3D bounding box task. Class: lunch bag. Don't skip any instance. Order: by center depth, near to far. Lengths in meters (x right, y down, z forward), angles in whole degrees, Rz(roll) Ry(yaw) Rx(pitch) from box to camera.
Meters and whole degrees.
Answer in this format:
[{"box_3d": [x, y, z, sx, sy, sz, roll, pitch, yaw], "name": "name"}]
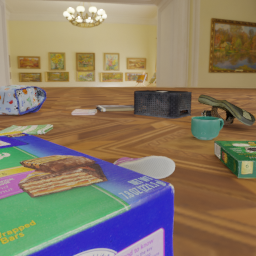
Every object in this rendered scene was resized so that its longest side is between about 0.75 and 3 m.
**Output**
[{"box_3d": [-5.230, -1.381, 13.253, 1.913, 1.393, 2.250, 3, 19, 15], "name": "lunch bag"}]

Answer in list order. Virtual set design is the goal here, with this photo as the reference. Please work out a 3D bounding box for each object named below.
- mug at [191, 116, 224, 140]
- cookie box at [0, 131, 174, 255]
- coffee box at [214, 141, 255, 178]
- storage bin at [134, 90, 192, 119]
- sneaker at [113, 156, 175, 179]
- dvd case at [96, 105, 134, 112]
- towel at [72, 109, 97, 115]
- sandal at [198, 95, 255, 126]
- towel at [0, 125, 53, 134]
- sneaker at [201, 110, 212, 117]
[{"box_3d": [2.234, 0.012, 7.819, 0.935, 0.578, 0.768, 2, 10, 7], "name": "mug"}, {"box_3d": [-1.390, 0.814, 2.182, 2.308, 1.014, 2.698, -11, 15, -41], "name": "cookie box"}, {"box_3d": [2.336, 0.566, 5.441, 0.961, 0.344, 1.562, 0, 10, 1], "name": "coffee box"}, {"box_3d": [1.545, -1.132, 12.663, 2.331, 1.093, 1.576, 10, 15, 40], "name": "storage bin"}, {"box_3d": [0.247, 0.642, 4.968, 1.079, 0.391, 0.615, -2, 7, -9], "name": "sneaker"}, {"box_3d": [-0.525, -1.063, 14.797, 2.124, 0.170, 1.580, -3, 11, -15], "name": "dvd case"}, {"box_3d": [-2.027, -0.761, 13.131, 1.086, 0.183, 1.137, -1, 10, -2], "name": "towel"}, {"box_3d": [3.435, -0.528, 10.056, 1.144, 0.822, 2.882, 22, 9, -20], "name": "sandal"}, {"box_3d": [-3.156, 0.044, 8.813, 1.354, 0.158, 1.033, 0, 11, 1], "name": "towel"}, {"box_3d": [3.185, -0.519, 11.311, 0.489, 0.409, 1.105, 1, 3, 25], "name": "sneaker"}]
